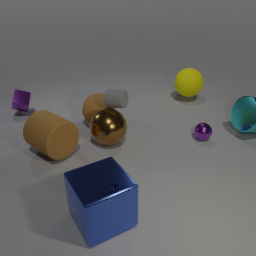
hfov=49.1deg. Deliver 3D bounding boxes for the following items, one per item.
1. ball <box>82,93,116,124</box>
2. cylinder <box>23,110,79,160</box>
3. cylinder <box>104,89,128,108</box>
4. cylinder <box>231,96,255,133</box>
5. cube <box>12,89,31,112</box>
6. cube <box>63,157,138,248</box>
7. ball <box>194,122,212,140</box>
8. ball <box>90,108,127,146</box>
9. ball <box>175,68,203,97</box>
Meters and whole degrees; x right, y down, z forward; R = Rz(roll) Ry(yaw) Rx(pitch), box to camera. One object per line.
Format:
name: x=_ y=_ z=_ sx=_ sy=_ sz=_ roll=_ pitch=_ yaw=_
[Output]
ball: x=-1.211 y=-0.759 z=11.726 sx=1.400 sy=1.400 sz=1.400 roll=0 pitch=29 yaw=0
cylinder: x=-2.682 y=0.224 z=9.802 sx=1.400 sy=1.400 sz=1.400 roll=23 pitch=36 yaw=34
cylinder: x=-0.434 y=-1.087 z=10.343 sx=0.700 sy=0.700 sz=0.700 roll=4 pitch=29 yaw=21
cylinder: x=5.051 y=-0.505 z=10.999 sx=1.400 sy=1.400 sz=1.400 roll=3 pitch=26 yaw=-26
cube: x=-4.779 y=-1.216 z=12.553 sx=0.700 sy=0.700 sz=0.700 roll=11 pitch=66 yaw=-20
cube: x=-0.678 y=1.821 z=7.139 sx=1.400 sy=1.400 sz=1.400 roll=-17 pitch=33 yaw=-26
ball: x=2.910 y=0.134 z=10.873 sx=0.700 sy=0.700 sz=0.700 roll=0 pitch=29 yaw=0
ball: x=-0.729 y=-0.035 z=10.478 sx=1.400 sy=1.400 sz=1.400 roll=0 pitch=29 yaw=0
ball: x=3.040 y=-2.277 z=14.020 sx=1.400 sy=1.400 sz=1.400 roll=0 pitch=29 yaw=0
